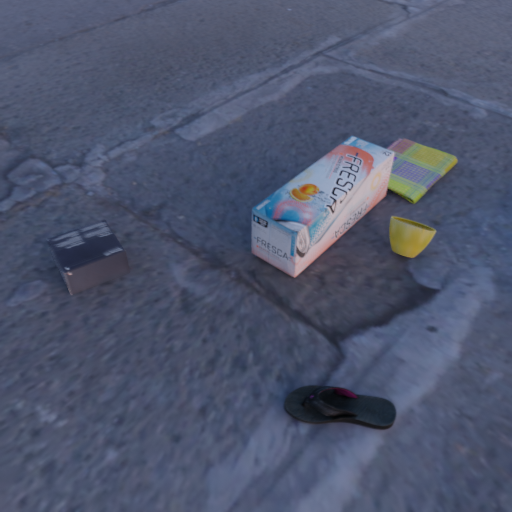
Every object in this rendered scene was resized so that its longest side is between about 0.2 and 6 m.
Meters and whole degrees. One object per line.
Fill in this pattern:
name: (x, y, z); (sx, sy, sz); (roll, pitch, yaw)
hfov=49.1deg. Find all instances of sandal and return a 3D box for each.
sandal: (1.216, 2.123, 8.125); (1.622, 0.388, 0.610); (4, 43, 4)

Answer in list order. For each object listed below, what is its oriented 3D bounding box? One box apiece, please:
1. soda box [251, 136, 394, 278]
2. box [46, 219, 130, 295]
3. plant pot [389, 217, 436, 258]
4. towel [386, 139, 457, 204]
soda box: (1.368, -1.071, 10.996); (1.077, 1.158, 3.388); (29, 50, 27)
box: (-3.069, 0.006, 10.261); (1.139, 0.593, 1.037); (-22, 47, -22)
plant pot: (2.856, -0.320, 10.516); (0.849, 0.603, 0.849); (15, 14, -4)
towel: (3.471, -1.984, 12.695); (1.500, 0.238, 2.089); (29, 51, 27)
